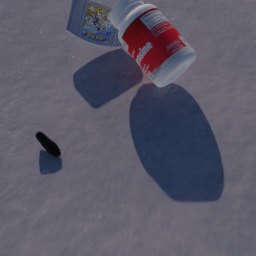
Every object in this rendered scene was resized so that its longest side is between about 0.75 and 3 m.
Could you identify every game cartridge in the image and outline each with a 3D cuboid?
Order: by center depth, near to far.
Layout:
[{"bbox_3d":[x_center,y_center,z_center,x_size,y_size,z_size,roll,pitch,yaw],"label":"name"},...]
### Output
[{"bbox_3d":[-1.045,-3.578,9.731,2.068,0.429,1.377,13,91,-12],"label":"game cartridge"}]

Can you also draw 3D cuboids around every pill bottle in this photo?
[{"bbox_3d":[0.693,-2.742,8.682,1.531,1.531,2.728,-35,81,-20],"label":"pill bottle"}]

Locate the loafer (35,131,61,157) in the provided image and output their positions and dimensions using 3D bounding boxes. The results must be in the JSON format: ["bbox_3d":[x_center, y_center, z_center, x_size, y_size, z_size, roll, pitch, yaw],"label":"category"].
[{"bbox_3d":[-2.205,0.465,7.792,0.919,0.323,0.312,44,72,6],"label":"loafer"}]
